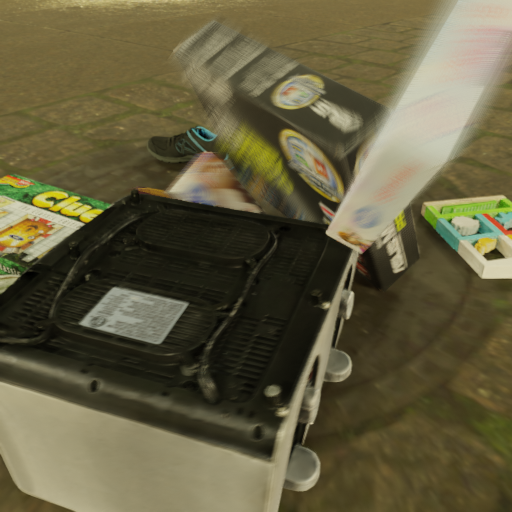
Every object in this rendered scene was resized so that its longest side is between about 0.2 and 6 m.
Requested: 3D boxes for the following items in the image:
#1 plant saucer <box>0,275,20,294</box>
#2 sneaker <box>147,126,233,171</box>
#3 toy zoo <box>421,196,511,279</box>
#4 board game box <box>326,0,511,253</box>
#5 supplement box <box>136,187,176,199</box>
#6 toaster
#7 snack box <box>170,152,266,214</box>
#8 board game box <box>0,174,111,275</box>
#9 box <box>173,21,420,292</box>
[{"bbox_3d":[-3.701,0.686,8.125,1.102,0.276,1.102,0,33,0],"label":"plant saucer"},{"bbox_3d":[-1.465,-2.528,12.536,2.190,0.897,0.802,12,35,19],"label":"sneaker"},{"bbox_3d":[4.206,-0.299,9.658,1.703,0.266,2.596,-6,33,-10],"label":"toy zoo"},{"bbox_3d":[1.508,-1.313,4.984,0.457,2.223,2.218,30,76,5],"label":"board game box"},{"bbox_3d":[-1.463,-0.505,8.499,0.631,0.490,1.144,5,38,-33],"label":"supplement box"},{"bbox_3d":[-0.889,0.951,5.980,3.628,2.153,3.281,11,34,16],"label":"toaster"},{"bbox_3d":[-0.267,-0.491,8.063,0.764,2.126,0.258,-51,34,-10],"label":"snack box"},{"bbox_3d":[-3.599,-0.397,9.651,4.239,0.497,2.221,17,35,24],"label":"board game box"},{"bbox_3d":[0.629,-1.549,8.619,0.868,3.143,3.923,-41,52,-8],"label":"box"}]
